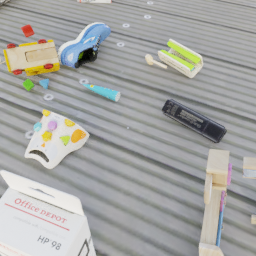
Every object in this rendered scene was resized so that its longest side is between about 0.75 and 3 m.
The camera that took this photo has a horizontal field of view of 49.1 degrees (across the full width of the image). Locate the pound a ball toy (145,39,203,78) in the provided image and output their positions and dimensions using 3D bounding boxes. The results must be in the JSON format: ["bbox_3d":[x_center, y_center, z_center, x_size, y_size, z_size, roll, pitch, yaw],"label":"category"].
[{"bbox_3d":[1.760,-2.538,10.824,1.228,0.800,1.883,-48,60,-5],"label":"pound a ball toy"}]

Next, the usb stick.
[{"bbox_3d":[2.010,-0.234,8.655,2.066,0.337,0.573,31,96,20],"label":"usb stick"}]

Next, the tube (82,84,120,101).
[{"bbox_3d":[-0.944,-1.304,9.832,1.369,0.530,0.345,21,90,17],"label":"tube"}]

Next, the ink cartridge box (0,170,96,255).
[{"bbox_3d":[-1.567,2.067,5.141,1.581,2.729,0.910,16,50,15],"label":"ink cartridge box"}]

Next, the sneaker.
[{"bbox_3d":[-1.518,-3.218,11.271,1.199,1.056,2.688,32,63,18],"label":"sneaker"}]

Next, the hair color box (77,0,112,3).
[{"bbox_3d":[-1.797,-7.227,14.811,1.820,1.009,0.582,2,48,2],"label":"hair color box"}]

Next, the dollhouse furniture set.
[{"bbox_3d":[2.795,1.898,5.534,2.518,2.377,1.643,5,47,20],"label":"dollhouse furniture set"}]

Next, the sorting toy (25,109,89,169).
[{"bbox_3d":[-2.255,0.379,8.154,1.640,0.876,1.476,21,70,18],"label":"sorting toy"}]

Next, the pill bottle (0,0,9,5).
[{"bbox_3d":[-6.801,-7.130,14.420,1.441,1.441,2.549,20,52,18],"label":"pill bottle"}]

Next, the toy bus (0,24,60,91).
[{"bbox_3d":[-3.621,-2.467,10.359,2.198,1.136,2.074,32,76,-8],"label":"toy bus"}]
